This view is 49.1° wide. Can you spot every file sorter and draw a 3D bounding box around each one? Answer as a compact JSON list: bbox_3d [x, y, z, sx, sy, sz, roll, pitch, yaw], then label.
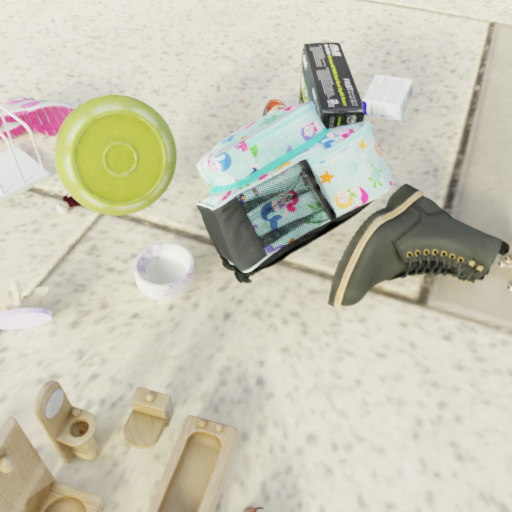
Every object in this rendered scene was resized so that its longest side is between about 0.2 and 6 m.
[{"bbox_3d":[-5.418,-1.856,10.979,1.378,1.237,1.986,35,57,29],"label":"file sorter"}]

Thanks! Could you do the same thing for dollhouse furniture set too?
[{"bbox_3d":[-1.582,2.410,6.607,2.198,1.791,2.091,13,48,12],"label":"dollhouse furniture set"}]

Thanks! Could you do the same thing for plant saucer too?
[{"bbox_3d":[-2.328,-1.662,9.530,2.073,2.073,0.322,-18,24,-16],"label":"plant saucer"}]

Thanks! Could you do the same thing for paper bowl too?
[{"bbox_3d":[-1.521,0.301,9.439,1.017,0.529,1.017,0,47,0],"label":"paper bowl"}]

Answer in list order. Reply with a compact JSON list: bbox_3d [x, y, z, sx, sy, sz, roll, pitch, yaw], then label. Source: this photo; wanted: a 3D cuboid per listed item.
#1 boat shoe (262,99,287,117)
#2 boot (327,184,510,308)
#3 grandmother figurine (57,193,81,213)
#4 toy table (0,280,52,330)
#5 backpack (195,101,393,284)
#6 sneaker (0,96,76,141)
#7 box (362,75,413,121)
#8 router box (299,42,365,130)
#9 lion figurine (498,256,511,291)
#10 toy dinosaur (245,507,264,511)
[{"bbox_3d":[0.574,-2.930,12.373,0.746,0.656,2.096,-7,46,-4],"label":"boat shoe"},{"bbox_3d":[2.760,0.107,9.268,2.145,1.201,3.101,31,55,20],"label":"boot"},{"bbox_3d":[-3.570,-1.119,10.969,0.514,0.257,0.847,17,46,27],"label":"grandmother figurine"},{"bbox_3d":[-3.724,0.788,8.850,0.932,0.857,0.546,-2,62,-17],"label":"toy table"},{"bbox_3d":[0.537,-1.172,8.824,2.896,2.180,2.571,-24,11,-9],"label":"backpack"},{"bbox_3d":[-4.961,-3.202,12.518,1.987,0.808,0.876,-6,49,-6],"label":"sneaker"},{"bbox_3d":[2.158,-2.595,9.179,0.657,0.345,0.604,18,67,26],"label":"box"},{"bbox_3d":[1.444,-2.794,11.337,0.814,1.964,2.621,-3,47,-4],"label":"router box"},{"bbox_3d":[4.643,0.313,9.578,0.733,0.434,1.197,2,60,-9],"label":"lion figurine"},{"bbox_3d":[0.082,3.435,6.634,0.652,0.413,0.962,-30,59,-33],"label":"toy dinosaur"}]
